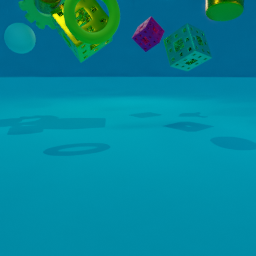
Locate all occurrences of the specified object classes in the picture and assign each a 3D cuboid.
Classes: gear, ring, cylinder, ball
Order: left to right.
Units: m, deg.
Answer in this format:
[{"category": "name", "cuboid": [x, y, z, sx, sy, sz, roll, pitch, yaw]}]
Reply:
[{"category": "ball", "cuboid": [-3.549, -2.948, 9.220, 0.964, 0.964, 0.964, 0, 11, 0]}, {"category": "gear", "cuboid": [-2.847, -4.500, 9.904, 1.914, 1.914, 0.354, -8, 40, -36]}, {"category": "cylinder", "cuboid": [-2.410, -3.974, 8.430, 0.823, 0.823, 0.823, -4, 2, -19]}, {"category": "ring", "cuboid": [-0.806, -2.553, 6.310, 1.284, 1.284, 0.257, -3, 15, -13]}, {"category": "cylinder", "cuboid": [2.414, -3.287, 6.973, 0.898, 0.898, 0.898, 4, -7, 1]}]

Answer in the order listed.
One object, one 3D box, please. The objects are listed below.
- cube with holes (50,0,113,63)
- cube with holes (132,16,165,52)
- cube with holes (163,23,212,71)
[{"category": "cube with holes", "cuboid": [-1.448, -3.269, 9.123, 1.367, 1.367, 1.367, -37, -2, -7]}, {"category": "cube with holes", "cuboid": [0.778, -3.554, 10.664, 0.768, 0.768, 0.768, -22, 35, 48]}, {"category": "cube with holes", "cuboid": [1.784, -2.384, 8.405, 0.910, 0.910, 0.910, 2, -20, -44]}]
